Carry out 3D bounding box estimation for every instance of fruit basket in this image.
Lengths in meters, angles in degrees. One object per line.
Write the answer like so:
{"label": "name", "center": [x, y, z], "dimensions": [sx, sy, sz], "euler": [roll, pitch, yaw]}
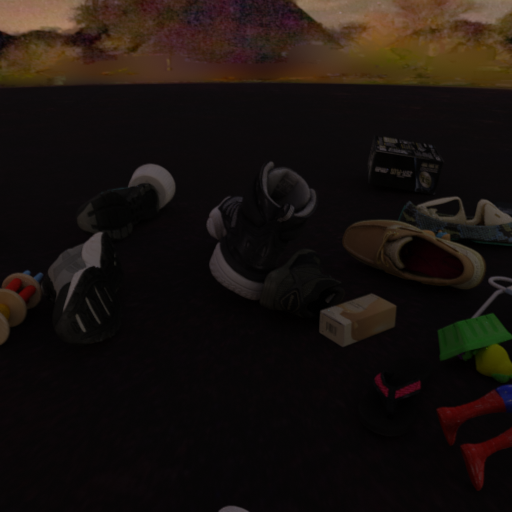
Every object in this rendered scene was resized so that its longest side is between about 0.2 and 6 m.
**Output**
{"label": "fruit basket", "center": [2.765, 1.185, 6.890], "dimensions": [0.897, 0.897, 0.647], "euler": [-13, -17, -30]}

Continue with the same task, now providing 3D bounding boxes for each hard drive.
{"label": "hard drive", "center": [5.690, -0.991, 12.690], "dimensions": [0.748, 0.176, 1.071], "euler": [14, 25, 31]}

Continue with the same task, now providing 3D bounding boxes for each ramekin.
{"label": "ramekin", "center": [-2.446, -1.543, 12.971], "dimensions": [1.052, 1.052, 0.513], "euler": [2, 29, 6]}

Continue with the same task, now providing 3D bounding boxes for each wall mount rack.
{"label": "wall mount rack", "center": [3.711, 0.833, 7.656], "dimensions": [1.374, 0.590, 1.582], "euler": [-9, 23, -30]}

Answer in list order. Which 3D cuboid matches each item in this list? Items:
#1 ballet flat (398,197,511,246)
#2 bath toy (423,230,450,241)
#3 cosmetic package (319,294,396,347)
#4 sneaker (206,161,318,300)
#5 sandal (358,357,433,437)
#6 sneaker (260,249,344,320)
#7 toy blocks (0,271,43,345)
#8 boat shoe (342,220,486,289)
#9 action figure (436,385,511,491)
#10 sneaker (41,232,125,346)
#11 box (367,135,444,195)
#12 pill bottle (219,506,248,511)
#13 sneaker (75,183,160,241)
{"label": "ballet flat", "center": [4.135, -0.694, 10.959], "dimensions": [2.636, 0.978, 0.978], "euler": [2, 22, 3]}
{"label": "bath toy", "center": [2.677, -0.200, 10.226], "dimensions": [1.622, 0.705, 0.599], "euler": [1, 61, 1]}
{"label": "cosmetic package", "center": [1.410, 0.875, 7.758], "dimensions": [0.990, 0.352, 0.521], "euler": [-15, 26, -33]}
{"label": "sneaker", "center": [0.118, -0.712, 9.390], "dimensions": [1.233, 1.860, 3.268], "euler": [29, 20, -16]}
{"label": "sandal", "center": [1.586, 1.452, 6.290], "dimensions": [0.605, 0.363, 1.610], "euler": [12, 24, 27]}
{"label": "sneaker", "center": [0.844, 0.456, 8.424], "dimensions": [1.067, 0.712, 1.863], "euler": [21, 19, 15]}
{"label": "toy blocks", "center": [-3.884, 0.640, 8.018], "dimensions": [1.390, 0.606, 1.668], "euler": [0, 21, 1]}
{"label": "boat shoe", "center": [2.456, -0.095, 9.242], "dimensions": [2.468, 0.913, 0.819], "euler": [15, 5, 35]}
{"label": "action figure", "center": [3.334, 1.626, 5.393], "dimensions": [2.826, 1.399, 0.922], "euler": [-22, 25, 3]}
{"label": "sneaker", "center": [-2.554, 0.544, 8.033], "dimensions": [1.064, 0.992, 2.683], "euler": [-20, 22, -1]}
{"label": "box", "center": [3.958, -2.488, 15.117], "dimensions": [1.744, 0.917, 2.130], "euler": [11, 24, 5]}
{"label": "pill bottle", "center": [-0.390, 2.296, 3.760], "dimensions": [0.659, 0.659, 1.213], "euler": [12, 24, 27]}
{"label": "sneaker", "center": [-3.004, -0.876, 11.648], "dimensions": [1.060, 1.009, 2.675], "euler": [-5, 12, 19]}
